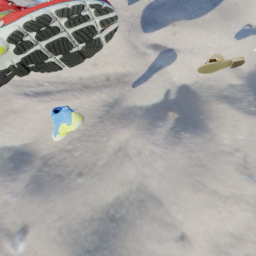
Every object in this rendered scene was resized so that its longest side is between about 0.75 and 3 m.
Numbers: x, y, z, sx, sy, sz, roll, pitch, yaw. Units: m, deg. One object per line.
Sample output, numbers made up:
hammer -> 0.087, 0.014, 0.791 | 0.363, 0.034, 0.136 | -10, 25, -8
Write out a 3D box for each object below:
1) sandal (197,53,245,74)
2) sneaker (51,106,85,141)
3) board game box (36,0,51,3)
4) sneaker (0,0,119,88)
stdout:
sandal -> 1.830, -1.360, 5.665 | 0.988, 0.362, 0.325 | -10, 68, -3
sneaker -> -1.190, -0.127, 5.013 | 0.518, 0.987, 0.374 | 47, 44, -15
board game box -> -1.515, -3.714, 5.790 | 2.108, 2.787, 0.510 | 14, 67, -37
sneaker -> -1.509, -1.437, 3.988 | 2.730, 1.051, 1.159 | -15, 64, 4
